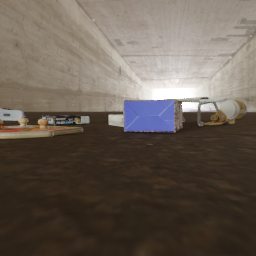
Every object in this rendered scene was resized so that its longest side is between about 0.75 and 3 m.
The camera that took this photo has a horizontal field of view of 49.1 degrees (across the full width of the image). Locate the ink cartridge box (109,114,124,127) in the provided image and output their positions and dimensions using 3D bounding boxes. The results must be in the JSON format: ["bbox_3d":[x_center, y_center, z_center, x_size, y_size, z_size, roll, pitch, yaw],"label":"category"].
[{"bbox_3d":[0.379,-0.257,9.210,1.560,0.396,1.770,-3,5,-24],"label":"ink cartridge box"}]

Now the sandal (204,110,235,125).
[{"bbox_3d":[3.360,-0.407,10.268,1.615,0.531,0.592,-3,5,-37],"label":"sandal"}]

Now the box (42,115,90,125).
[{"bbox_3d":[-2.306,-0.305,10.361,1.355,0.339,1.366,-2,4,-34],"label":"box"}]

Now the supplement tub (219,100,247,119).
[{"bbox_3d":[5.587,-0.991,14.934,1.032,1.032,1.427,4,5,42],"label":"supplement tub"}]

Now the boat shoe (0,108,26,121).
[{"bbox_3d":[-5.704,-0.647,13.110,1.877,0.656,0.622,1,-2,3],"label":"boat shoe"}]

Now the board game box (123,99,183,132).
[{"bbox_3d":[0.708,-0.330,7.249,1.261,0.766,1.582,1,3,18],"label":"board game box"}]

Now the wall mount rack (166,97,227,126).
[{"bbox_3d":[2.312,-0.615,10.428,2.883,1.075,2.505,3,9,36],"label":"wall mount rack"}]

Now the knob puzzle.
[{"bbox_3d":[-2.554,-0.034,6.295,2.574,0.357,2.574,0,4,0],"label":"knob puzzle"}]
